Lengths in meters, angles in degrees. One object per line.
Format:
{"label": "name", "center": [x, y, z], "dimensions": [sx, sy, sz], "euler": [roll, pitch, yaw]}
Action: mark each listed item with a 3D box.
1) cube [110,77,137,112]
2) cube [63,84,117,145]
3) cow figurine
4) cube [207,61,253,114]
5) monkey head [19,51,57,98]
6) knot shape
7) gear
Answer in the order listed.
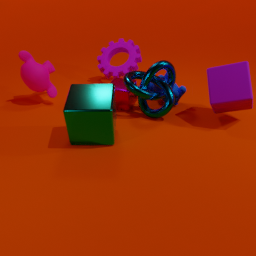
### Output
{"label": "cube", "center": [-0.210, -1.186, 9.844], "dimensions": [0.837, 0.837, 0.837], "euler": [10, 39, 19]}
{"label": "cube", "center": [-0.980, -0.378, 7.715], "dimensions": [1.236, 1.236, 1.236], "euler": [0, 42, 1]}
{"label": "cow figurine", "center": [1.232, -1.394, 10.355], "dimensions": [0.908, 1.627, 1.653], "euler": [-31, 76, -27]}
{"label": "cube", "center": [3.160, -1.204, 8.670], "dimensions": [1.173, 1.173, 1.173], "euler": [-7, -13, 22]}
{"label": "monkey head", "center": [-3.184, -1.984, 10.178], "dimensions": [1.363, 1.895, 1.142], "euler": [-43, 21, -23]}
{"label": "knot shape", "center": [0.906, -1.413, 9.158], "dimensions": [1.760, 1.881, 0.869], "euler": [-43, 0, -12]}
{"label": "gear", "center": [-0.373, -2.935, 11.944], "dimensions": [1.875, 0.347, 1.875], "euler": [-6, 65, 14]}
